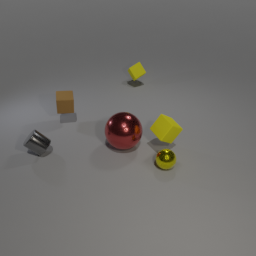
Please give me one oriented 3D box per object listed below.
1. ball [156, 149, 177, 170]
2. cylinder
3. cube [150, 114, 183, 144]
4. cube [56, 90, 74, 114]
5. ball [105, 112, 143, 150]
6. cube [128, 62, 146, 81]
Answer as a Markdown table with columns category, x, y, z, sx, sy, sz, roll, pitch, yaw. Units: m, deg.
| category | x | y | z | sx | sy | sz | roll | pitch | yaw |
| --- | --- | --- | --- | --- | --- | --- | --- | --- | --- |
| ball | 1.282 | 1.047 | 9.444 | 0.700 | 0.700 | 0.700 | 0 | 31 | 0 |
| cylinder | -3.259 | 0.525 | 10.058 | 0.700 | 0.700 | 0.700 | 39 | 27 | -24 |
| cube | 1.354 | 0.034 | 9.922 | 0.700 | 0.700 | 0.700 | 16 | 27 | -48 |
| cube | -2.642 | -1.086 | 11.740 | 0.700 | 0.700 | 0.700 | -4 | 41 | -13 |
| ball | -0.162 | 0.104 | 10.327 | 1.400 | 1.400 | 1.400 | 0 | 31 | 0 |
| cube | 0.480 | -3.125 | 15.509 | 0.700 | 0.700 | 0.700 | -33 | 4 | -6 |
